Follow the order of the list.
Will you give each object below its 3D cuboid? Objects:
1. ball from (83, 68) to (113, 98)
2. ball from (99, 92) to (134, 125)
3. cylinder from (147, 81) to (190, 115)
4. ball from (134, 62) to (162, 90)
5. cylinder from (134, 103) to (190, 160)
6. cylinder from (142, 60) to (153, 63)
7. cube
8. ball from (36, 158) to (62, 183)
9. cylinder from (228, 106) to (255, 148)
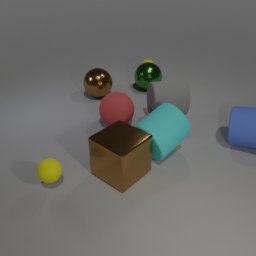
[{"bbox_3d":[-1.428,-2.152,13.358,1.400,1.400,1.400,0,32,0],"label":"ball"},{"bbox_3d":[-0.444,-0.741,11.121,1.400,1.400,1.400,0,32,0],"label":"ball"},{"bbox_3d":[1.574,-1.154,11.160,1.400,1.400,1.400,-4,32,-9],"label":"cylinder"},{"bbox_3d":[1.017,-2.602,14.109,1.400,1.400,1.400,0,32,0],"label":"ball"},{"bbox_3d":[1.101,0.118,9.320,1.400,1.400,1.400,-39,46,-22],"label":"cylinder"},{"bbox_3d":[1.096,-3.222,15.184,0.700,0.700,0.700,-2,50,-3],"label":"cylinder"},{"bbox_3d":[-0.216,0.819,8.627,1.400,1.400,1.400,25,40,34],"label":"cube"},{"bbox_3d":[-2.269,1.225,8.069,0.700,0.700,0.700,0,32,0],"label":"ball"},{"bbox_3d":[4.354,-0.016,9.765,1.400,1.400,1.400,7,32,30],"label":"cylinder"}]
